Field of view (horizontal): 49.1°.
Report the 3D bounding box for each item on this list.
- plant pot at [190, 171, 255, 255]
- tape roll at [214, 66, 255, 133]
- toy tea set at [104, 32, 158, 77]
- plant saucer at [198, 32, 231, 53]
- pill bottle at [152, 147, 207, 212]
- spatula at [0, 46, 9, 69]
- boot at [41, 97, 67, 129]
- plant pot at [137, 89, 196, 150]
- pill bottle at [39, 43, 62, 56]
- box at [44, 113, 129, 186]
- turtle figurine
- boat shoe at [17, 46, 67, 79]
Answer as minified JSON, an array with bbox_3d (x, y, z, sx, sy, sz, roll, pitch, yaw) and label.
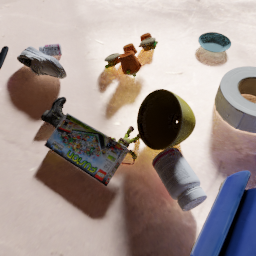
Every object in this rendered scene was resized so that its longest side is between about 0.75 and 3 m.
[{"bbox_3d":[2.810,2.839,5.900,2.606,2.899,2.899,22,56,25],"label":"plant pot"},{"bbox_3d":[4.453,-1.045,9.998,2.571,0.899,2.571,0,53,0],"label":"tape roll"},{"bbox_3d":[0.414,-2.995,11.687,2.731,1.011,1.624,-38,32,-22],"label":"toy tea set"},{"bbox_3d":[3.818,-3.735,12.447,1.458,0.281,1.458,0,52,-1],"label":"plant saucer"},{"bbox_3d":[1.469,1.461,8.058,0.947,0.947,1.671,-20,55,-15],"label":"pill bottle"},{"bbox_3d":[-5.391,-2.345,11.368,0.841,0.306,2.974,2,53,1],"label":"spatula"},{"bbox_3d":[-2.268,-0.404,9.858,1.145,0.455,1.315,29,64,16],"label":"boot"},{"bbox_3d":[1.402,-0.223,8.965,1.338,1.885,1.885,4,44,-40],"label":"plant pot"},{"bbox_3d":[-3.309,-3.316,11.975,0.899,0.510,0.510,-8,53,-6],"label":"pill bottle"},{"bbox_3d":[-1.308,0.628,8.783,2.395,0.416,1.318,28,77,20],"label":"box"},{"bbox_3d":[-0.155,0.441,9.137,1.468,0.473,1.184,32,59,22],"label":"turtle figurine"},{"bbox_3d":[-3.467,-2.444,11.171,2.532,0.932,0.828,29,62,33],"label":"boat shoe"}]
